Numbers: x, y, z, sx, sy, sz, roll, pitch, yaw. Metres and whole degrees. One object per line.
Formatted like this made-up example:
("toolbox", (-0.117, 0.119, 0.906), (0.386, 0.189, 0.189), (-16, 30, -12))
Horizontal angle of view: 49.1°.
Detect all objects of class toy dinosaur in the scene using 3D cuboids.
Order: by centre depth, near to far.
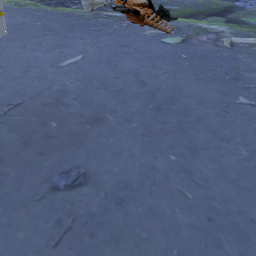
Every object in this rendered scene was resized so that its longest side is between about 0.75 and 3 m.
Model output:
("toy dinosaur", (0.437, -3.475, 8.084), (1.861, 1.401, 2.742), (-21, 77, -22))

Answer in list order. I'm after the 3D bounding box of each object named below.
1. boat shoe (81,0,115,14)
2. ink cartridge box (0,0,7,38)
("boat shoe", (-0.469, -4.379, 9.391), (2.199, 0.762, 0.779), (-16, 35, -3))
("ink cartridge box", (-3.159, -2.398, 5.491), (0.971, 1.324, 0.967), (34, 55, 8))
